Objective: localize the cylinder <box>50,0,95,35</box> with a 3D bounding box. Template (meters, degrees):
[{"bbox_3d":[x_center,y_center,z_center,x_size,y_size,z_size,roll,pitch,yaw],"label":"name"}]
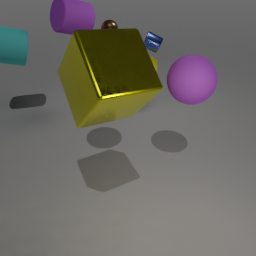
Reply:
[{"bbox_3d":[-2.306,-4.599,11.627,1.400,1.400,1.400,-5,27,-40],"label":"cylinder"}]

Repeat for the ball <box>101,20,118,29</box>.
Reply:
[{"bbox_3d":[-0.746,-4.014,11.343,0.700,0.700,0.700,0,30,0],"label":"ball"}]

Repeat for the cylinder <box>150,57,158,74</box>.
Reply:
[{"bbox_3d":[0.968,-2.725,12.641,0.700,0.700,0.700,0,67,0],"label":"cylinder"}]

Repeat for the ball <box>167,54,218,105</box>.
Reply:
[{"bbox_3d":[1.799,-1.358,7.907,1.400,1.400,1.400,0,30,0],"label":"ball"}]

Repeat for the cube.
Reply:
[{"bbox_3d":[-0.420,-0.988,5.655,1.400,1.400,1.400,-14,76,-31],"label":"cube"}]

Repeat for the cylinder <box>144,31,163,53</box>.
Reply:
[{"bbox_3d":[1.075,-3.764,12.300,0.700,0.700,0.700,25,30,-7],"label":"cylinder"}]

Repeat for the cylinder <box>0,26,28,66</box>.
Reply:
[{"bbox_3d":[-4.750,-3.228,11.002,1.400,1.400,1.400,1,27,-28],"label":"cylinder"}]
